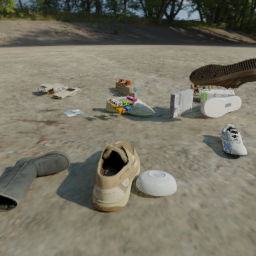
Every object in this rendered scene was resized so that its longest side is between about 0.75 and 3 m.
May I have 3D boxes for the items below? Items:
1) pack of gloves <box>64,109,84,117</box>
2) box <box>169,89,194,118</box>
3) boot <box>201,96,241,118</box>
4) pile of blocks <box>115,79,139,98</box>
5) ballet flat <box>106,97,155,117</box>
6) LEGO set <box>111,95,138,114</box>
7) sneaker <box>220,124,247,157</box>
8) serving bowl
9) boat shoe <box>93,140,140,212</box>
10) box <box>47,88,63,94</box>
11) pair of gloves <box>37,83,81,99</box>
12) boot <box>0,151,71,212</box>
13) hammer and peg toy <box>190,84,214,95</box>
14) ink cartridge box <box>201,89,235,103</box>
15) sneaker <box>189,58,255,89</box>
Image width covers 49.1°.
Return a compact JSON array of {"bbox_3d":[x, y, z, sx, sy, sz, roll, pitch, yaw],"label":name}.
[{"bbox_3d":[-2.429,-0.732,12.530,0.809,0.160,0.680,-16,26,-36],"label":"pack of gloves"},{"bbox_3d":[2.341,-1.085,12.236,1.319,1.028,0.272,-18,29,-38],"label":"box"},{"bbox_3d":[3.870,-0.984,12.500,2.390,0.869,1.080,-9,11,-32],"label":"boot"},{"bbox_3d":[0.077,-2.373,15.862,1.077,0.816,2.625,-7,23,-18],"label":"pile of blocks"},{"bbox_3d":[0.075,-0.989,12.381,2.279,0.792,0.792,7,22,16],"label":"ballet flat"},{"bbox_3d":[-0.309,-0.967,11.544,0.619,0.575,1.508,26,24,26],"label":"LEGO set"},{"bbox_3d":[3.364,0.389,8.988,0.631,0.636,1.755,3,23,4],"label":"sneaker"},{"bbox_3d":[0.710,1.288,6.902,1.012,0.333,1.012,5,15,-1],"label":"serving bowl"},{"bbox_3d":[-0.226,0.886,7.218,1.048,0.948,2.939,1,21,4],"label":"boat shoe"},{"bbox_3d":[-4.175,-2.107,16.032,1.040,0.216,0.619,-5,22,-7],"label":"box"},{"bbox_3d":[-3.859,-2.171,15.609,2.015,0.353,1.713,21,27,26],"label":"pair of gloves"},{"bbox_3d":[-2.367,1.231,6.758,1.650,0.658,1.815,-13,13,6],"label":"boot"},{"bbox_3d":[3.743,-2.174,14.985,1.673,0.590,1.230,-14,6,29],"label":"hammer and peg toy"},{"bbox_3d":[4.526,-1.603,14.228,1.599,0.538,0.936,4,21,14],"label":"ink cartridge box"},{"bbox_3d":[3.518,-1.726,10.001,2.562,0.968,0.902,-4,49,29],"label":"sneaker"}]
